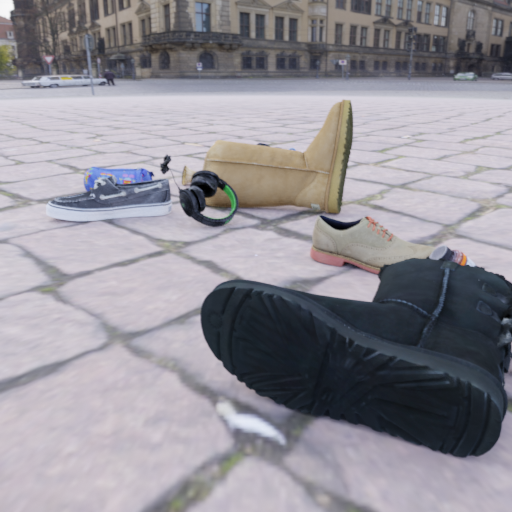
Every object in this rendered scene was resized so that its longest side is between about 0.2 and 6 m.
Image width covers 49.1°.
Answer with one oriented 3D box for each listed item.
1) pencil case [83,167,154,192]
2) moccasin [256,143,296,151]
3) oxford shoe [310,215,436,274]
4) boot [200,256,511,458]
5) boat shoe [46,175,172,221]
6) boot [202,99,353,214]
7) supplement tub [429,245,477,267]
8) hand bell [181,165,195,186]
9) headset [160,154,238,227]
[{"bbox_3d":[-3.444,-1.884,14.020,1.712,0.743,0.668,4,24,13],"label":"pencil case"},{"bbox_3d":[0.407,-2.441,15.110,1.212,1.027,3.012,-8,22,-22],"label":"moccasin"},{"bbox_3d":[1.964,-0.210,9.241,2.234,0.835,0.787,7,21,19],"label":"oxford shoe"},{"bbox_3d":[1.375,0.687,6.255,3.248,1.202,2.661,16,27,21],"label":"boot"},{"bbox_3d":[-3.183,-1.306,12.164,2.663,0.903,0.955,-4,20,-10],"label":"boat shoe"},{"bbox_3d":[0.484,-2.368,12.803,3.210,2.811,1.062,8,-15,16],"label":"boot"},{"bbox_3d":[2.758,0.235,7.599,0.874,0.467,0.467,38,16,-12],"label":"supplement tub"},{"bbox_3d":[-1.457,-2.111,15.266,1.058,0.551,0.551,7,17,-20],"label":"hand bell"},{"bbox_3d":[-1.176,-1.378,11.528,1.809,0.850,1.117,32,55,-1],"label":"headset"}]
